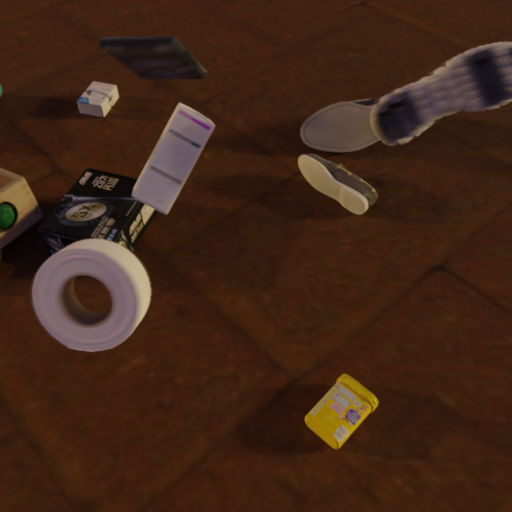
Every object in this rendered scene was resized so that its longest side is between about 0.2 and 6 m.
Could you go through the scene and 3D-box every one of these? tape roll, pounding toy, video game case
[{"bbox_3d":[-2.216,0.537,7.589,1.484,1.484,0.519,4,16,3],"label":"tape roll"},{"bbox_3d":[-5.153,-0.605,10.691,1.916,1.362,1.764,21,52,30],"label":"pounding toy"},{"bbox_3d":[-1.979,-3.909,11.169,1.477,2.067,0.196,3,93,11],"label":"video game case"}]

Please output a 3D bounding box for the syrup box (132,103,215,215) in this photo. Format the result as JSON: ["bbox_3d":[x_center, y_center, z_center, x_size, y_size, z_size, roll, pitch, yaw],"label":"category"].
[{"bbox_3d":[-1.328,-1.565,8.961,0.665,1.634,0.643,28,12,-17],"label":"syrup box"}]

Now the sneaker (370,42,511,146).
[{"bbox_3d":[2.868,-2.448,8.318,2.428,0.912,0.984,-18,13,17],"label":"sneaker"}]

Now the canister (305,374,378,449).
[{"bbox_3d":[1.293,2.382,8.584,0.708,0.413,0.954,36,60,26],"label":"canister"}]

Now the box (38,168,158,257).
[{"bbox_3d":[-3.004,-0.722,10.925,1.515,0.797,1.850,14,52,13],"label":"box"}]

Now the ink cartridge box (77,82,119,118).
[{"bbox_3d":[-3.901,-3.869,13.843,0.659,0.387,0.900,11,52,10],"label":"ink cartridge box"}]

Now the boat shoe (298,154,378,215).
[{"bbox_3d":[1.697,-1.594,11.775,1.875,0.670,0.561,40,61,21],"label":"boat shoe"}]

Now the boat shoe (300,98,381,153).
[{"bbox_3d":[2.460,-3.089,13.064,3.105,1.128,0.974,-16,9,-6],"label":"boat shoe"}]

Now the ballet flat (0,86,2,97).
[{"bbox_3d":[-7.089,-3.545,13.445,0.866,0.780,2.299,-2,41,29],"label":"ballet flat"}]
